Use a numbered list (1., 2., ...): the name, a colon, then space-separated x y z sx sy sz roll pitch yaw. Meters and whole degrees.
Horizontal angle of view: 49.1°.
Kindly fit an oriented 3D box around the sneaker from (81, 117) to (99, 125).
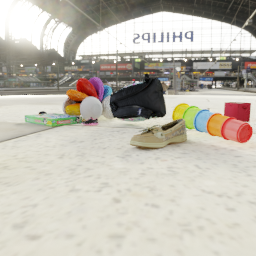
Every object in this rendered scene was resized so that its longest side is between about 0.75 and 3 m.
1. sneaker: -1.664 -0.301 12.221 0.784 0.374 0.310 0 6 0

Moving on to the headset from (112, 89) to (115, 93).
1. headset: -2.265 -2.285 22.284 2.701 1.269 1.668 -10 8 11

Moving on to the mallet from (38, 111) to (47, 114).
1. mallet: -4.077 -0.736 15.507 1.757 0.362 0.579 -1 3 -41

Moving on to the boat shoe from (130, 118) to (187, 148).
1. boat shoe: 0.918 0.145 8.222 0.815 0.697 2.224 8 12 44

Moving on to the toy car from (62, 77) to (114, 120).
1. toy car: -1.883 -1.523 14.361 2.855 2.141 2.499 -9 11 -44

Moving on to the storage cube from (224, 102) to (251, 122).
1. storage cube: 5.277 -0.774 13.545 0.875 0.920 1.024 -4 10 -27

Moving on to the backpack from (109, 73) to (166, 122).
1. backpack: 0.411 -1.041 12.205 2.354 1.965 1.490 -13 -17 23

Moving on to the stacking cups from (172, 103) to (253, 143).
1. stacking cups: 2.491 -0.148 8.778 0.882 0.882 2.916 -4 15 -23

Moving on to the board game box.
1. board game box: -3.513 -0.414 13.064 2.369 0.345 1.594 8 12 43
